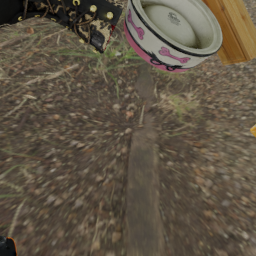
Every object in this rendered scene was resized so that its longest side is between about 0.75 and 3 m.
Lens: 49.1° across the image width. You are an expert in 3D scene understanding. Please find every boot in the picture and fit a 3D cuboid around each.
[{"bbox_3d":[-1.106,-1.774,4.196,1.862,0.905,2.473,26,38,-10],"label":"boot"}]

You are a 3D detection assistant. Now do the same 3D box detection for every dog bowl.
[{"bbox_3d":[0.791,-1.922,5.354,1.980,0.730,1.980,13,56,-20],"label":"dog bowl"}]

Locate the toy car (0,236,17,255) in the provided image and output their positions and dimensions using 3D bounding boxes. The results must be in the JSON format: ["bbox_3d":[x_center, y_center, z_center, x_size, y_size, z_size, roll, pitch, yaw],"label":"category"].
[{"bbox_3d":[-2.278,1.001,3.380,1.226,0.832,2.499,-1,60,-55],"label":"toy car"}]

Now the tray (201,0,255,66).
[{"bbox_3d":[2.135,-2.922,6.746,0.529,2.857,1.409,-31,10,1],"label":"tray"}]

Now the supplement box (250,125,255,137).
[{"bbox_3d":[1.639,0.251,2.794,0.871,0.290,0.300,49,21,14],"label":"supplement box"}]
